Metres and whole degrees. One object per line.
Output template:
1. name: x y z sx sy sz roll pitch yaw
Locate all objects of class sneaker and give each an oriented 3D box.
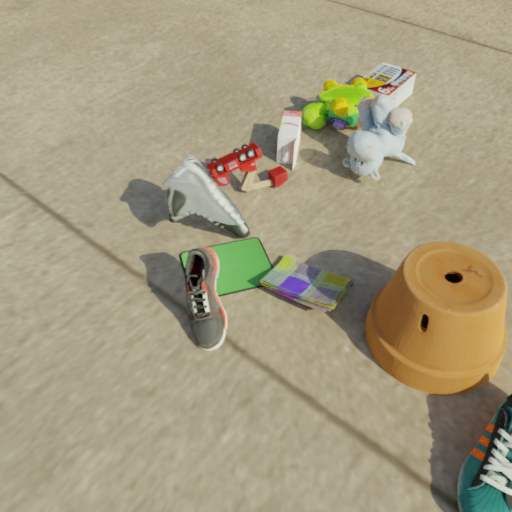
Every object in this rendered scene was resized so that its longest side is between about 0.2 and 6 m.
1. sneaker: 3.478 2.664 7.745 0.842 0.943 2.360 25 50 23
2. sneaker: -1.085 -0.881 10.986 1.168 2.023 0.759 -37 26 4
3. sneaker: -0.963 0.706 9.388 0.687 0.730 1.783 -11 80 14

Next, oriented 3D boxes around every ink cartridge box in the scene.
1. ink cartridge box: 0.767 -2.728 13.240 0.464 0.801 1.375 6 45 6
2. ink cartridge box: 3.300 -4.563 15.168 1.394 0.666 1.588 28 52 26

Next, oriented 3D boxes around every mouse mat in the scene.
1. mouse mat: -0.546 0.227 10.820 1.677 0.063 1.350 -13 47 -11

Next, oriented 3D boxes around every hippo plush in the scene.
1. hippo plush: 2.541 -2.564 12.653 1.507 1.874 1.493 -43 57 -14

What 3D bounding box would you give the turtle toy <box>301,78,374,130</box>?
1. turtle toy: 2.105 -3.707 14.073 1.965 0.993 1.432 -5 42 -4

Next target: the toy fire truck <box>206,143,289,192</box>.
1. toy fire truck: -0.177 -1.812 12.203 1.625 1.146 0.396 -27 38 -9

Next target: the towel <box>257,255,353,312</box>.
1. towel: 0.930 0.482 10.305 1.543 0.176 1.108 21 37 26

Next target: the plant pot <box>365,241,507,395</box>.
1. plant pot: 3.010 0.850 9.107 2.285 1.599 2.285 -1 45 1
